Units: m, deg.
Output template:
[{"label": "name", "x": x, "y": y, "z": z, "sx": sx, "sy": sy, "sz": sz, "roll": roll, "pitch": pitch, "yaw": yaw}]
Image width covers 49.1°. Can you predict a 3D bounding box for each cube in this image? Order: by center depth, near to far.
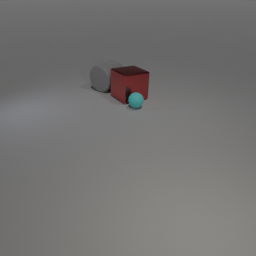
[{"label": "cube", "x": 0.076, "y": -2.185, "z": 13.862, "sx": 1.400, "sy": 1.400, "sz": 1.400, "roll": -14, "pitch": 31, "yaw": -29}]

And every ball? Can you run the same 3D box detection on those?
[{"label": "ball", "x": 0.371, "y": -1.283, "z": 12.907, "sx": 0.700, "sy": 0.700, "sz": 0.700, "roll": 0, "pitch": 28, "yaw": 0}]

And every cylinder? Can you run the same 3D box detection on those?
[{"label": "cylinder", "x": -1.083, "y": -2.786, "z": 15.020, "sx": 1.400, "sy": 1.400, "sz": 1.400, "roll": 20, "pitch": 34, "yaw": 32}]
